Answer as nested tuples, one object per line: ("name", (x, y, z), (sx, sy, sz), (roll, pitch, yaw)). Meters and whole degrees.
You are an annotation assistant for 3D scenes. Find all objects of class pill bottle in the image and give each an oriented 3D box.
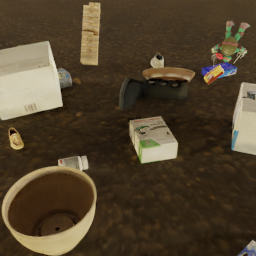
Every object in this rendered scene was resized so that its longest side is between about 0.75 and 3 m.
("pill bottle", (-1.726, 1.167, 8.833), (0.873, 0.497, 0.497), (-9, 36, -14))

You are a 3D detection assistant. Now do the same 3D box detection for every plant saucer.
("plant saucer", (1.876, -2.354, 13.034), (2.413, 0.387, 2.413), (3, -3, 0))

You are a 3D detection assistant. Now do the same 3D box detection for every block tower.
("block tower", (-1.367, -3.394, 10.274), (0.603, 2.233, 0.645), (3, -9, -4))

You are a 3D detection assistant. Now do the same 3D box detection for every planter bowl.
("planter bowl", (-1.755, 2.111, 6.719), (2.066, 1.390, 2.066), (0, 36, 0))

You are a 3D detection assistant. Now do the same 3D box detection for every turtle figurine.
("turtle figurine", (3.786, -3.019, 10.302), (1.245, 1.663, 0.837), (17, 10, 11))

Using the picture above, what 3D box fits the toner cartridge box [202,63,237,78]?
("toner cartridge box", (4.853, -3.037, 14.913), (1.709, 0.369, 0.812), (-16, 39, -21))

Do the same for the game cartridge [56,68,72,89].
("game cartridge", (-3.545, -2.517, 14.196), (1.215, 0.369, 1.822), (-14, 38, -22))

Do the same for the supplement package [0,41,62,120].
("supplement package", (-4.318, -2.086, 11.892), (2.537, 1.951, 2.653), (-13, 40, -7))

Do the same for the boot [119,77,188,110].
("boot", (1.168, -1.450, 12.290), (2.898, 0.951, 2.389), (9, 38, 5))

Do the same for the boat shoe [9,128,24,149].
("boat shoe", (-4.076, 0.360, 10.078), (0.406, 0.381, 1.101), (-22, 41, -28))

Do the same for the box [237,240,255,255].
("box", (2.914, 3.260, 5.684), (0.994, 0.388, 1.630), (-39, 46, -10))

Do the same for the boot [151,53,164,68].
("boot", (1.675, -3.737, 15.482), (0.660, 0.858, 1.794), (-5, 35, -7))

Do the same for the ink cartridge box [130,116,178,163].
("ink cartridge box", (0.832, 0.362, 9.784), (1.239, 0.715, 1.696), (-8, 36, -11))

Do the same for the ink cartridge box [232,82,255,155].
("ink cartridge box", (4.378, -0.397, 10.047), (0.964, 1.644, 2.245), (10, 36, 14))

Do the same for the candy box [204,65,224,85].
("candy box", (2.593, -1.621, 8.423), (0.261, 0.539, 0.924), (51, 25, -4))
